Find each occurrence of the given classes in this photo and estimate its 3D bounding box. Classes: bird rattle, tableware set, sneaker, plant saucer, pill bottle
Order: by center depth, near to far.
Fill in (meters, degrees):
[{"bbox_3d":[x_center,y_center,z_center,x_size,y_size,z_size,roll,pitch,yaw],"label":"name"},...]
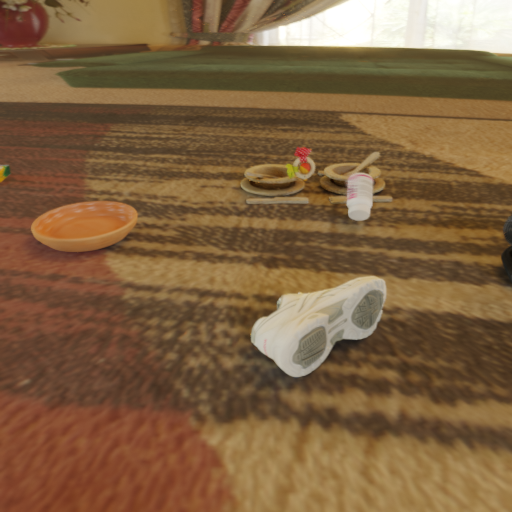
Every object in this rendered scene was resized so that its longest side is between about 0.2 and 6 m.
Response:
[{"bbox_3d":[0.818,0.698,7.330,2.169,0.845,1.078,-20,29,-37],"label":"sneaker"},{"bbox_3d":[-3.141,-0.535,10.366,1.880,0.352,1.880,-2,26,1],"label":"plant saucer"},{"bbox_3d":[2.022,-1.150,10.938,0.480,0.480,0.846,3,63,7],"label":"pill bottle"},{"bbox_3d":[1.003,-1.980,12.234,0.610,0.748,0.421,37,-2,2],"label":"bird rattle"},{"bbox_3d":[1.304,-1.874,12.822,3.316,0.665,2.192,-1,26,-2],"label":"tableware set"}]

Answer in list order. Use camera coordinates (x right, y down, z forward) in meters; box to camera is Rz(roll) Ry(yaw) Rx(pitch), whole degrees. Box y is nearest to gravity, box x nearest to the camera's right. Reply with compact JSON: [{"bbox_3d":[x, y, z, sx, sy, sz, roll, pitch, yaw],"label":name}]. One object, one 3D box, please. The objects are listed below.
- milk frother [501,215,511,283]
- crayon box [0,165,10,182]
[{"bbox_3d":[4.436,-0.299,8.590,1.295,1.435,1.350,-4,25,17],"label":"milk frother"},{"bbox_3d":[-6.379,-1.932,13.433,0.616,0.253,0.980,-2,26,-3],"label":"crayon box"}]
